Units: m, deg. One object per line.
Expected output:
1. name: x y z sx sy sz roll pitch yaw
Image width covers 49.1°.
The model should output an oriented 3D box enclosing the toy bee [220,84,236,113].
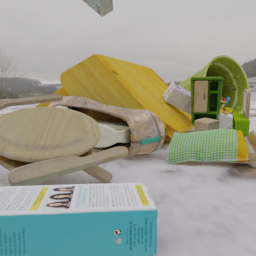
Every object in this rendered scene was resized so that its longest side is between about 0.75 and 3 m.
1. toy bee: 3.730 -1.020 11.614 1.183 0.983 1.807 21 -18 28

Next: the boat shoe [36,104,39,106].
1. boat shoe: -3.370 -0.613 10.777 0.652 0.621 1.811 -2 7 -17

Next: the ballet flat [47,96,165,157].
1. ballet flat: -0.762 -0.041 4.728 2.799 0.953 0.941 3 15 35

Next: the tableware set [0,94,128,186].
1. tableware set: -1.503 0.323 2.654 2.691 0.539 1.779 -11 31 -34

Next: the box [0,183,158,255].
1. box: -0.462 0.579 1.780 1.229 0.302 0.506 -1 7 -6

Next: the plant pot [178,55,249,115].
1. plant pot: 3.460 -1.542 12.326 2.623 2.623 2.411 -4 -5 -29

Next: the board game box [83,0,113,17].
1. board game box: -0.862 -3.207 6.201 0.392 1.219 0.899 -39 -19 -17

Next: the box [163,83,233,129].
1. box: 1.690 -0.409 6.324 1.879 0.389 0.364 24 28 -14

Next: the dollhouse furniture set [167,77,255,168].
1. dollhouse furniture set: 1.417 -0.267 4.701 1.280 0.989 2.561 2 15 14

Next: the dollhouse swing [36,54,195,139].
1. dollhouse swing: -0.346 -0.155 6.802 2.705 2.617 2.977 49 22 12
